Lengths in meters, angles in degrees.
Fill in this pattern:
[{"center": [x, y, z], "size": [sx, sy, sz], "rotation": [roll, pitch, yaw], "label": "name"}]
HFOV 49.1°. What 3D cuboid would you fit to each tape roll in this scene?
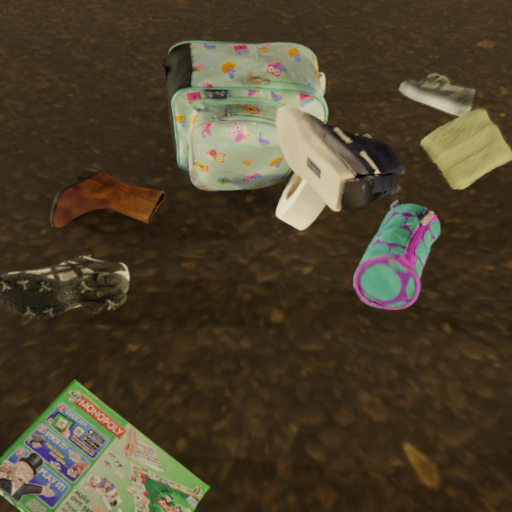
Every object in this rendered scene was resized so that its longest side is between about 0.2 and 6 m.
[{"center": [1.070, -1.372, 11.370], "size": [0.584, 1.671, 1.671], "rotation": [30, 47, -10], "label": "tape roll"}]

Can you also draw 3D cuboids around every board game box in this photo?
[{"center": [-2.071, 3.044, 7.474], "size": [2.435, 0.354, 1.639], "rotation": [37, 51, 5], "label": "board game box"}]

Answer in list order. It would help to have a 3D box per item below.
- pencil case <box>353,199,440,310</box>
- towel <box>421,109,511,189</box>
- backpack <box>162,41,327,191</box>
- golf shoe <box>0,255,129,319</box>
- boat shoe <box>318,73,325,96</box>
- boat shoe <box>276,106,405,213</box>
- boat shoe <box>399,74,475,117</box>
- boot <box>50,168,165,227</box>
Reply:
[{"center": [2.403, -0.066, 9.356], "size": [1.020, 1.107, 2.396], "rotation": [41, 36, 0], "label": "pencil case"}, {"center": [3.418, -1.752, 9.022], "size": [1.457, 0.266, 1.081], "rotation": [-28, 79, -23], "label": "towel"}, {"center": [-0.134, -3.019, 12.163], "size": [3.394, 2.984, 2.602], "rotation": [-11, 63, -10], "label": "backpack"}, {"center": [-3.498, 0.518, 10.288], "size": [2.390, 0.929, 1.129], "rotation": [2, 29, 0], "label": "golf shoe"}, {"center": [0.868, -4.756, 15.313], "size": [2.061, 0.720, 0.731], "rotation": [2, 46, 1], "label": "boat shoe"}, {"center": [1.336, -1.712, 9.249], "size": [1.218, 0.980, 2.626], "rotation": [-14, 48, -17], "label": "boat shoe"}, {"center": [3.471, -3.169, 10.729], "size": [0.616, 0.555, 1.742], "rotation": [-2, 29, -32], "label": "boat shoe"}, {"center": [-3.156, -1.001, 11.955], "size": [1.942, 0.665, 1.829], "rotation": [20, 41, 9], "label": "boot"}]
